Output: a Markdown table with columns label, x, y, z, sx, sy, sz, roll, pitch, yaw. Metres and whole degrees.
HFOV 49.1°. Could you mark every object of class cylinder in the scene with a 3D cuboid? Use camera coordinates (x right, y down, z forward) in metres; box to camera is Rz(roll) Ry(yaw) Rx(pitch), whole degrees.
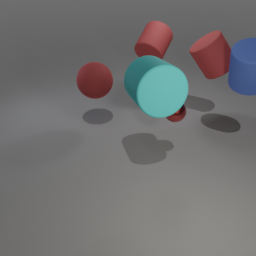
| label | x | y | z | sx | sy | sz | roll | pitch | yaw |
| --- | --- | --- | --- | --- | --- | --- | --- | --- | --- |
| cylinder | 0.717 | -1.162 | 7.653 | 1.400 | 1.400 | 1.400 | -7 | 25 | -13 |
| cylinder | 4.162 | -2.063 | 9.450 | 1.400 | 1.400 | 1.400 | -7 | 49 | 8 |
| cylinder | 3.454 | -2.955 | 11.392 | 1.400 | 1.400 | 1.400 | -34 | 23 | 16 |
| cylinder | 1.206 | -3.990 | 13.109 | 1.400 | 1.400 | 1.400 | 17 | 69 | 27 |

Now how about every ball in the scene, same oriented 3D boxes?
| label | x | y | z | sx | sy | sz | roll | pitch | yaw |
| --- | --- | --- | --- | --- | --- | --- | --- | --- | --- |
| ball | -1.275 | -1.826 | 10.777 | 1.400 | 1.400 | 1.400 | 0 | 30 | 0 |
| ball | 1.491 | -0.530 | 8.865 | 0.700 | 0.700 | 0.700 | 0 | 30 | 0 |
